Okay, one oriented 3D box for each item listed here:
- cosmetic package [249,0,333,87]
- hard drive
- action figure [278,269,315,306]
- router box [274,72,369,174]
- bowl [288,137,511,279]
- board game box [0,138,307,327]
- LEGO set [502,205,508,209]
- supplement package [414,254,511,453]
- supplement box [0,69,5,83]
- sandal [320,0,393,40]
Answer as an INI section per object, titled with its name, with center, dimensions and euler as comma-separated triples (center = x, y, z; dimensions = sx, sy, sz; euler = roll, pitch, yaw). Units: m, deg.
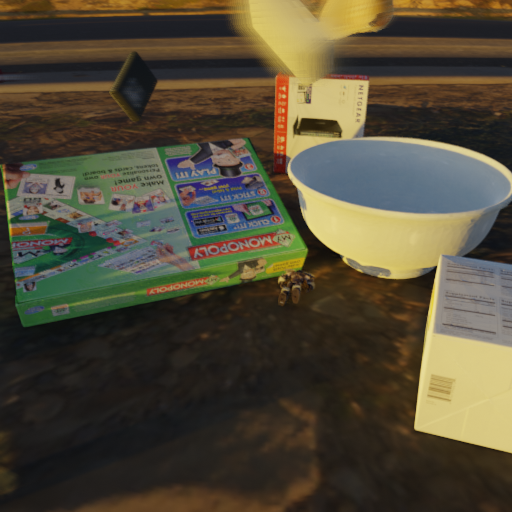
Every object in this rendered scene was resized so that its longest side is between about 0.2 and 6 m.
[cosmetic package]
center = 0.266, -1.723, 4.303
dimensions = 0.272, 0.403, 0.766
euler = -33, 71, -6
[hard drive]
center = -1.927, -2.695, 8.911
dimensions = 0.151, 0.642, 0.920
euler = -3, 56, 30
[action figure]
center = 0.595, 0.452, 8.684
dimensions = 0.570, 0.304, 0.875
euler = 2, 25, 18
[router box]
center = 1.457, -2.995, 12.853
dimensions = 2.031, 2.263, 0.553
euler = 5, 29, 9
[bowl]
center = 2.307, -0.729, 9.425
dimensions = 3.591, 1.614, 3.591
euler = -1, 29, 0
[board game box]
center = -1.714, -0.613, 9.192
dimensions = 4.346, 0.633, 2.924
euler = -10, 53, -18
[LEGO set]
center = 4.409, -1.898, 12.397
dimensions = 2.802, 0.794, 1.819
euler = 26, 38, 38
[supplement package]
center = 2.655, 1.053, 6.449
dimensions = 1.350, 1.360, 1.792
euler = 9, 30, 17
[supplement box]
center = -3.617, -2.034, 6.599
dimensions = 1.195, 0.364, 0.651
euler = -5, 20, 35
[sandal]
center = 1.662, -3.521, 7.902
dimensions = 0.737, 2.010, 0.661
euler = 25, 56, -36
